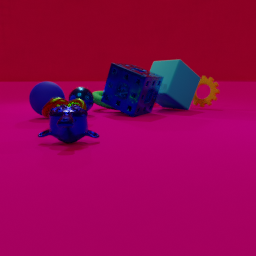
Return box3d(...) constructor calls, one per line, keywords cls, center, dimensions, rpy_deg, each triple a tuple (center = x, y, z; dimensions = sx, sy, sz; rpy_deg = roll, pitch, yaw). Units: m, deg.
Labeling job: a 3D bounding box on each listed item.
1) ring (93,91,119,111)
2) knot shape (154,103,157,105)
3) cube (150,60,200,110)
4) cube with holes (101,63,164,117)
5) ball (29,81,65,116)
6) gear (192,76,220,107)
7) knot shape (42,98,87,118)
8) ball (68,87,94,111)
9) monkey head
box3d(cls="ring", center=(-0.572, -1.075, 11.007), dimensions=(1.814, 0.363, 1.814), rpy_deg=(11, 17, -3))
box3d(cls="knot shape", center=(1.516, -1.495, 12.523), dimensions=(1.774, 0.820, 1.660), rpy_deg=(-11, 1, 44))
box3d(cls="cube", center=(1.643, -1.631, 10.714), dimensions=(1.394, 1.394, 1.394), rpy_deg=(28, -10, -38))
box3d(cls="cube with holes", center=(0.149, -1.319, 9.491), dimensions=(1.346, 1.346, 1.346), rpy_deg=(27, 22, 24))
box3d(cls="ball", center=(-2.488, -0.893, 8.652), dimensions=(1.075, 1.075, 1.075), rpy_deg=(0, 10, 0))
box3d(cls="gear", center=(3.077, -1.480, 11.434), dimensions=(1.244, 1.244, 0.230), rpy_deg=(6, -3, 32))
box3d(cls="knot shape", center=(-1.680, -0.495, 7.029), dimensions=(1.092, 0.505, 1.022), rpy_deg=(6, 6, 35))
box3d(cls="ball", center=(-1.552, -0.931, 9.327), dimensions=(0.857, 0.857, 0.857), rpy_deg=(0, 10, 0))
box3d(cls="monkey head", center=(-1.121, -0.002, 5.238), dimensions=(1.184, 0.713, 0.852), rpy_deg=(1, 23, -6))
